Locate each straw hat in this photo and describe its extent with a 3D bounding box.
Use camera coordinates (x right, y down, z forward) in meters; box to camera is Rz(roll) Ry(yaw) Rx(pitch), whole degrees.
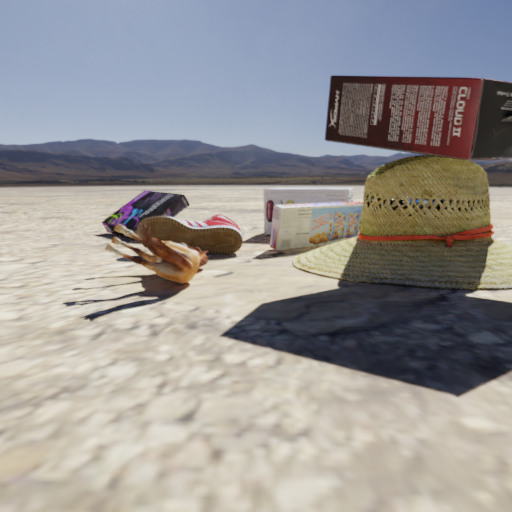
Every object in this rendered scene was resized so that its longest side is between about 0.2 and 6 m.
[{"bbox_3d":[2.571,-0.691,8.569,4.037,1.708,4.037,0,8,0],"label":"straw hat"}]

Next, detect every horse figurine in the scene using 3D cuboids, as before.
[{"bbox_3d":[-1.238,-0.028,7.439,1.411,0.531,2.129,22,-2,-12],"label":"horse figurine"}]

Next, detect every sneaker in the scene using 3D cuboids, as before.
[{"bbox_3d":[-1.143,-0.412,10.102,1.850,0.659,1.040,7,13,0],"label":"sneaker"}]

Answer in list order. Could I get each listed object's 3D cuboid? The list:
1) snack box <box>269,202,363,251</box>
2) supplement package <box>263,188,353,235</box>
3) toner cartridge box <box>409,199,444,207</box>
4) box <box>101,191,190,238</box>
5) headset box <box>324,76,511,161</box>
[{"bbox_3d":[1.236,-0.602,10.790,2.228,0.801,0.271,-6,19,-36],"label":"snack box"},{"bbox_3d":[1.218,-1.025,12.744,1.871,1.037,1.457,1,8,14],"label":"supplement package"},{"bbox_3d":[4.237,-1.086,13.192,1.136,0.516,2.391,2,-5,19],"label":"toner cartridge box"},{"bbox_3d":[-2.478,-0.934,12.414,1.343,0.339,1.878,-42,32,-26],"label":"box"},{"bbox_3d":[2.591,-1.943,7.807,1.953,1.013,2.624,-10,20,-39],"label":"headset box"}]
